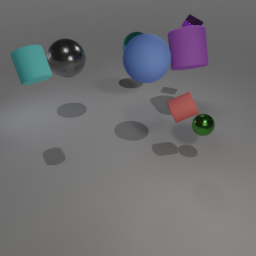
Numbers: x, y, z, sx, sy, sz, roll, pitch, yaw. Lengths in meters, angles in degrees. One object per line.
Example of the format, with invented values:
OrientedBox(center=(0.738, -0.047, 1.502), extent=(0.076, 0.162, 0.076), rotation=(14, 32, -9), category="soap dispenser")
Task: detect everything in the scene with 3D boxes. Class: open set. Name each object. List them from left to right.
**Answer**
OrientedBox(center=(-2.146, -1.397, 6.242), extent=(0.700, 0.700, 0.700), rotation=(-19, 6, 2), category="cylinder")
OrientedBox(center=(-2.265, -2.568, 10.323), extent=(1.400, 1.400, 1.400), rotation=(0, 31, 0), category="ball")
OrientedBox(center=(0.426, -3.965, 13.661), extent=(1.400, 1.400, 1.400), rotation=(0, 31, 0), category="ball")
OrientedBox(center=(0.544, -2.017, 8.170), extent=(1.400, 1.400, 1.400), rotation=(0, 31, 0), category="ball")
OrientedBox(center=(1.606, -0.605, 8.178), extent=(0.700, 0.700, 0.700), rotation=(-23, 27, 15), category="cylinder")
OrientedBox(center=(2.267, -2.980, 10.592), extent=(1.400, 1.400, 1.400), rotation=(-7, 6, 1), category="cylinder")
OrientedBox(center=(2.593, -4.134, 11.633), extent=(0.700, 0.700, 0.700), rotation=(32, 52, 4), category="cube")
OrientedBox(center=(2.340, -0.098, 8.716), extent=(0.700, 0.700, 0.700), rotation=(0, 31, 0), category="ball")
